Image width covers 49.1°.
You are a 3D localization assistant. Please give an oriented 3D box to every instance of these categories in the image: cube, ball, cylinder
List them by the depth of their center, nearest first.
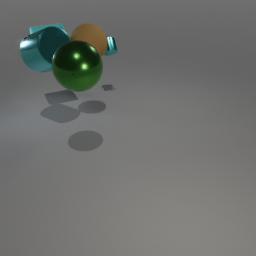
[{"bbox_3d":[-1.398,-1.711,7.791,1.400,1.400,1.400,0,29,0],"label":"ball"},{"bbox_3d":[-2.928,-2.804,10.104,1.400,1.400,1.400,3,24,45],"label":"cylinder"},{"bbox_3d":[-1.487,-3.221,10.602,1.400,1.400,1.400,0,29,0],"label":"ball"},{"bbox_3d":[-3.355,-3.496,12.251,1.400,1.400,1.400,-17,64,-22],"label":"cube"},{"bbox_3d":[-0.910,-3.982,13.690,0.700,0.700,0.700,-14,-4,-1],"label":"cylinder"}]
